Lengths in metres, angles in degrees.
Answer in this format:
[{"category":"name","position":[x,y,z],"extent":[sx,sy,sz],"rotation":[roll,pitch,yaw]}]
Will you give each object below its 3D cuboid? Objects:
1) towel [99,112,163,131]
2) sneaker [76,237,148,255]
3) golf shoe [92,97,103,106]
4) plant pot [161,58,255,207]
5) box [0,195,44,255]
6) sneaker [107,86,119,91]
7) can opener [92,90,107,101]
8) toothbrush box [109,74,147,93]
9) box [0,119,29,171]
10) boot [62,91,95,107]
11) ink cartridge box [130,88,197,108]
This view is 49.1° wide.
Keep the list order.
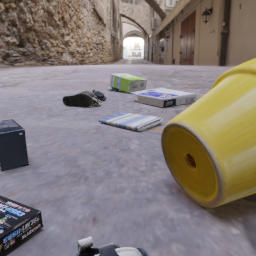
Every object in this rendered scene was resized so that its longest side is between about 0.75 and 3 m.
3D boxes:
[{"category":"towel","position":[0.095,-0.236,9.653],"extent":[1.869,0.223,1.373],"rotation":[11,21,39]},{"category":"sneaker","position":[-0.051,1.441,1.959],"extent":[0.679,1.107,1.700],"rotation":[-7,17,-21]},{"category":"golf shoe","position":[-1.549,-1.200,12.957],"extent":[0.437,0.383,0.992],"rotation":[5,18,-33]},{"category":"plant pot","position":[1.861,0.172,4.803],"extent":[2.186,2.323,2.323],"rotation":[-23,23,-20]},{"category":"box","position":[-2.059,1.358,3.734],"extent":[1.285,0.319,1.276],"rotation":[9,17,29]},{"category":"sneaker","position":[-0.888,-2.403,17.273],"extent":[0.757,0.287,0.397],"rotation":[-5,17,-21]},{"category":"can opener","position":[-1.592,-1.662,14.595],"extent":[0.544,0.431,1.636],"rotation":[-42,28,-13]},{"category":"toothbrush box","position":[0.003,-2.752,17.066],"extent":[1.367,0.808,1.877],"rotation":[-11,26,-43]},{"category":"box","position":[-2.745,0.346,6.361],"extent":[0.611,0.847,1.141],"rotation":[-11,19,-33]},{"category":"boot","position":[-2.033,-1.403,13.295],"extent":[1.638,0.654,1.802],"rotation":[8,11,20]},{"category":"ink cartridge box","position":[1.696,-1.510,13.700],"extent":[2.297,0.546,2.324],"rotation":[-14,19,-36]}]
